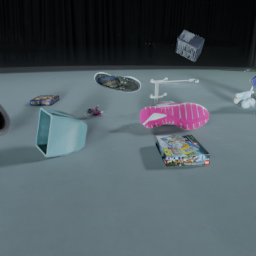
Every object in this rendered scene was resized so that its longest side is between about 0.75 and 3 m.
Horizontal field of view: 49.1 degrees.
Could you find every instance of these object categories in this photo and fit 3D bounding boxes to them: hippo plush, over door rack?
[{"bbox_3d":[6.335,-1.412,14.865,1.189,0.947,0.956,-23,46,8],"label":"hippo plush"},{"bbox_3d":[2.178,-1.568,13.638,2.277,1.682,0.758,-1,21,-2],"label":"over door rack"}]

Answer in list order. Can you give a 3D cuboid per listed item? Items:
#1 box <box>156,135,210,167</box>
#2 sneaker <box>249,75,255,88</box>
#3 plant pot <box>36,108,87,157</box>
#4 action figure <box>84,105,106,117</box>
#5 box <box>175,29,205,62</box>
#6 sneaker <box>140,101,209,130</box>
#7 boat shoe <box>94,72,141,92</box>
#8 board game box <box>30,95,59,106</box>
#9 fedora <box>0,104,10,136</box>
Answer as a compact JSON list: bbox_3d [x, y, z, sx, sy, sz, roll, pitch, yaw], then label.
[{"bbox_3d":[1.555,0.633,8.348,1.213,0.335,1.775,-1,16,-3],"label":"box"},{"bbox_3d":[7.452,-1.779,14.122,2.538,1.025,1.465,39,26,-10],"label":"sneaker"},{"bbox_3d":[-1.997,0.130,8.656,1.279,1.256,1.253,3,12,-32],"label":"plant pot"},{"bbox_3d":[-1.459,-0.668,12.975,0.873,0.650,0.585,-1,54,-56],"label":"action figure"},{"bbox_3d":[2.158,-2.869,9.814,0.818,0.508,0.825,32,-15,14],"label":"box"},{"bbox_3d":[1.877,-0.618,11.336,2.685,1.092,1.184,4,19,11],"label":"sneaker"},{"bbox_3d":[-0.291,-1.306,8.263,1.435,0.493,0.406,8,21,-13],"label":"boat shoe"},{"bbox_3d":[-4.766,-1.600,16.133,1.186,0.303,1.751,0,16,1],"label":"board game box"},{"bbox_3d":[-5.132,-0.283,10.127,0.801,1.568,1.773,-30,26,7],"label":"fedora"}]
